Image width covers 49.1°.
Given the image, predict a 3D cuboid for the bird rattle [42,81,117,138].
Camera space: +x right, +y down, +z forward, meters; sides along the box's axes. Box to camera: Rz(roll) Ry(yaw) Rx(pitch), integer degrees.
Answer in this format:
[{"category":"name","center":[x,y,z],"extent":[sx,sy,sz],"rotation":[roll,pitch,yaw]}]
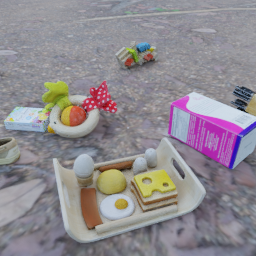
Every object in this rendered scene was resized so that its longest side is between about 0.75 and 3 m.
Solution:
[{"category":"bird rattle","center":[-1.491,-0.483,8.505],"extent":[2.271,1.279,1.851],"rotation":[10,59,-1]}]

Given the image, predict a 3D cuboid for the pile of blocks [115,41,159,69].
[{"category":"pile of blocks","center":[0.609,-3.358,12.654],"extent":[2.486,1.021,0.773],"rotation":[-27,42,-34]}]

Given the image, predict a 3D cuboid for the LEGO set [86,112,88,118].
[{"category":"LEGO set","center":[-1.554,-0.340,8.725],"extent":[0.947,0.353,0.436],"rotation":[-2,34,-3]}]

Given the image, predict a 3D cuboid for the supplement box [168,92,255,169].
[{"category":"supplement box","center":[2.250,-0.020,7.570],"extent":[1.085,1.108,2.145],"rotation":[-26,43,-34]}]

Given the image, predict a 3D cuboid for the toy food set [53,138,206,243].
[{"category":"toy food set","center":[-0.063,1.089,6.111],"extent":[2.867,0.866,2.057],"rotation":[-11,35,-16]}]

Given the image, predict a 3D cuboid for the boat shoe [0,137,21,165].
[{"category":"boat shoe","center":[-3.839,0.567,7.071],"extent":[2.057,0.664,0.733],"rotation":[-7,35,-11]}]

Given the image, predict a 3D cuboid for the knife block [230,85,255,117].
[{"category":"knife block","center":[3.904,-0.746,8.159],"extent":[1.638,1.438,0.524],"rotation":[-19,1,45]}]

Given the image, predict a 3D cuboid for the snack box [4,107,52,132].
[{"category":"snack box","center":[-3.028,-0.282,8.659],"extent":[1.227,0.325,0.873],"rotation":[4,34,6]}]
